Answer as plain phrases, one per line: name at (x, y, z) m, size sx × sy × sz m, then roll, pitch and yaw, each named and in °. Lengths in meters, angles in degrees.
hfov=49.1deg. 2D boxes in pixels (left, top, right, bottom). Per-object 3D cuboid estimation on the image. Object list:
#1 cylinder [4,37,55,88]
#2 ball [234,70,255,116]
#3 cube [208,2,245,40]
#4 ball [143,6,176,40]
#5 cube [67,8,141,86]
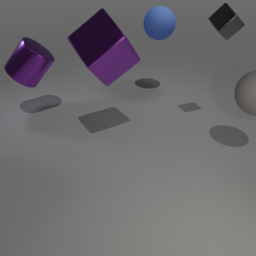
cylinder at (-3.840, -2.540, 10.952) m, size 1.400 × 1.400 × 1.400 m, roll 38°, pitch 18°, yaw -15°
ball at (3.995, -1.070, 8.541) m, size 1.400 × 1.400 × 1.400 m, roll 0°, pitch 30°, yaw 0°
cube at (3.160, -3.409, 8.996) m, size 0.700 × 0.700 × 0.700 m, roll 15°, pitch 45°, yaw -46°
ball at (1.372, -4.544, 12.173) m, size 1.400 × 1.400 × 1.400 m, roll 0°, pitch 30°, yaw 0°
cube at (-0.710, -2.428, 8.628) m, size 1.400 × 1.400 × 1.400 m, roll -37°, pitch 65°, yaw 7°
